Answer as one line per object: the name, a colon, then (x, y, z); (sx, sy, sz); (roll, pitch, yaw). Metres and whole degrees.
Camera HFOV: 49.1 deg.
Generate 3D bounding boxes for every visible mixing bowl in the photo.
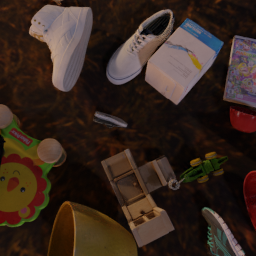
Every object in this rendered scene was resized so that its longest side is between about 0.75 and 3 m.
mixing bowl: (3.370, -0.210, 8.027); (1.042, 1.042, 0.564); (13, 108, 4)
mixing bowl: (3.987, 1.989, 6.600); (1.313, 2.424, 2.424); (-17, 76, -6)

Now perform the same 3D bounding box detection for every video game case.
video game case: (3.941, -1.739, 8.743); (1.597, 0.201, 2.230); (13, 75, 4)

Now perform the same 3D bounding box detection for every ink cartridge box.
ink cartridge box: (1.570, -1.891, 8.197); (1.305, 1.328, 1.804); (39, 78, 10)

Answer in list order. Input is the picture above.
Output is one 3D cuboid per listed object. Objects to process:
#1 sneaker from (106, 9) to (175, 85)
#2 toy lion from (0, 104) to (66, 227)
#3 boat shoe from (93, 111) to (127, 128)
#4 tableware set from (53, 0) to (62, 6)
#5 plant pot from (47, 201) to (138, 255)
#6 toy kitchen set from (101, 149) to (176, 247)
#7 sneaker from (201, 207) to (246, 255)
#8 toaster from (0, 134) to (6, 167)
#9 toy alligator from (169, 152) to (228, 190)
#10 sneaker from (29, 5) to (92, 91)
sneaker: (0.346, -2.573, 8.544); (1.038, 1.007, 2.843); (37, 78, 9)
toy lion: (-3.121, 1.094, 7.380); (2.687, 0.922, 2.576); (34, 73, 6)
boat shoe: (-0.528, -0.182, 8.282); (1.012, 0.358, 0.322); (19, 109, -3)
tableware set: (-2.533, -5.250, 9.680); (1.686, 0.234, 2.018); (34, 78, 9)
plant pot: (-0.792, 3.035, 6.560); (1.710, 2.409, 2.409); (13, 74, -22)
toy kitchen set: (0.518, 1.397, 7.001); (1.731, 1.915, 2.122); (-25, 81, -7)
sneaker: (2.339, 2.934, 7.274); (0.795, 0.676, 1.743); (-30, 76, -4)
toaster: (-3.642, 0.650, 6.407); (1.078, 1.643, 1.817); (2, 73, -4)
toy alligator: (1.910, 1.193, 7.784); (1.894, 0.455, 0.628); (-20, 87, -11)
sneaker: (-2.228, -2.504, 8.567); (1.720, 1.096, 2.976); (9, 66, 4)
